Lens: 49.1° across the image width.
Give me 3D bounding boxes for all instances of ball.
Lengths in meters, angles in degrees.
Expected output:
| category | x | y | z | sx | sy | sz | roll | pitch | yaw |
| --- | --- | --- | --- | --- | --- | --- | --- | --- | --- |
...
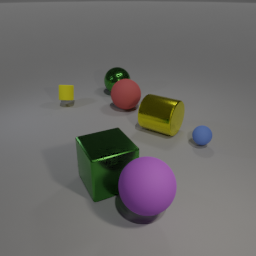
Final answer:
| category | x | y | z | sx | sy | sz | roll | pitch | yaw |
| --- | --- | --- | --- | --- | --- | --- | --- | --- | --- |
| ball | -0.095 | -1.561 | 12.941 | 1.400 | 1.400 | 1.400 | 0 | 28 | 0 |
| ball | -0.560 | -2.493 | 14.739 | 1.400 | 1.400 | 1.400 | 0 | 28 | 0 |
| ball | 2.657 | 0.258 | 10.034 | 0.700 | 0.700 | 0.700 | 0 | 28 | 0 |
| ball | 0.465 | 1.391 | 6.763 | 1.400 | 1.400 | 1.400 | 0 | 28 | 0 |

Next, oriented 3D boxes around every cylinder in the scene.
| category | x | y | z | sx | sy | sz | roll | pitch | yaw |
| --- | --- | --- | --- | --- | --- | --- | --- | --- | --- |
| cylinder | 1.314 | -0.530 | 11.010 | 1.400 | 1.400 | 1.400 | 17 | 32 | 29 |
| cylinder | -2.925 | -1.680 | 13.271 | 0.700 | 0.700 | 0.700 | 2 | 9 | 0 |

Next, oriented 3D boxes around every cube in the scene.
| category | x | y | z | sx | sy | sz | roll | pitch | yaw |
| --- | --- | --- | --- | --- | --- | --- | --- | --- | --- |
| cube | -0.604 | 1.007 | 8.113 | 1.400 | 1.400 | 1.400 | -13 | 31 | -23 |
